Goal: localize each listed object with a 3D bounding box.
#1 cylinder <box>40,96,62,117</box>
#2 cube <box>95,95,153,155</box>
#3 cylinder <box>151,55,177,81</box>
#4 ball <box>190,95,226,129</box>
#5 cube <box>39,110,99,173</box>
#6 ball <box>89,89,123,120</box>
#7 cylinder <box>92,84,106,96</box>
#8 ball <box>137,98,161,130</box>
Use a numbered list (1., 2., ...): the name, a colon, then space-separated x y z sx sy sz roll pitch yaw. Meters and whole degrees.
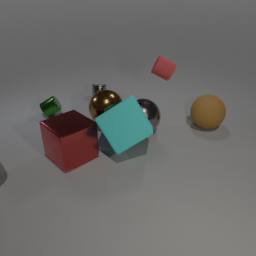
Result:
1. cylinder: -3.406 -0.953 12.369 0.700 0.700 0.700 -30 32 5
2. cube: -0.085 -0.152 9.603 1.400 1.400 1.400 -32 5 8
3. cylinder: 1.315 -2.203 10.320 0.700 0.700 0.700 26 30 -7
4. ball: 3.274 -0.665 11.466 1.400 1.400 1.400 0 30 0
5. cube: -1.984 0.399 9.601 1.400 1.400 1.400 -25 38 -36
6. ball: -0.866 -0.831 11.174 1.400 1.400 1.400 0 30 0
7. cylinder: -1.432 -1.818 13.961 0.700 0.700 0.700 1 12 0
8. ball: 0.590 -0.467 11.089 1.400 1.400 1.400 0 30 0
